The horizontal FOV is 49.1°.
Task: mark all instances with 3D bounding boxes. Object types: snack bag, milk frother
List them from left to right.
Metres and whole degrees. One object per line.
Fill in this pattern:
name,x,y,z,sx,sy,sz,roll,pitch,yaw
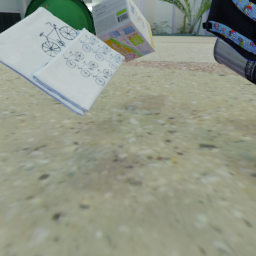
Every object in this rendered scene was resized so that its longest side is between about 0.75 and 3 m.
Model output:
snack bag,-1.153,-1.295,4.849,1.938,0.207,1.827,34,47,-6
milk frother,3.863,-2.107,7.201,2.248,2.029,2.115,-5,39,-28

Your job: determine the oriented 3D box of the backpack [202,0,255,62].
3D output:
backpack,1.973,-1.798,4.304,0.944,1.280,1.403,-20,55,-16

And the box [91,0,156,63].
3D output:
box,-0.079,-3.391,9.755,1.306,1.177,2.322,-17,-15,22

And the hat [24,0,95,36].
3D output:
hat,-1.359,-2.274,6.570,1.896,2.289,2.015,7,8,-29
